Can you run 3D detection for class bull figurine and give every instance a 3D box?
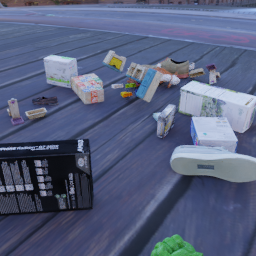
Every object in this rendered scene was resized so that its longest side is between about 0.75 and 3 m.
[{"bbox_3d":[1.310,-2.783,14.972,2.864,0.933,1.739,-4,29,-8],"label":"bull figurine"}]

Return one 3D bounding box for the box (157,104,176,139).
[{"bbox_3d":[1.467,-0.257,10.665,0.283,0.929,1.173,15,33,23],"label":"box"}]

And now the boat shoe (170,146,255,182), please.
[{"bbox_3d":[2.698,0.940,8.599,2.730,0.952,0.972,4,35,14],"label":"boat shoe"}]

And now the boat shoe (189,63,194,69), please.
[{"bbox_3d":[3.560,-3.794,17.180,1.191,0.408,0.429,-9,32,-14],"label":"boat shoe"}]

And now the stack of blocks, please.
[{"bbox_3d":[-1.886,-1.976,13.852,1.266,0.644,2.199,-14,33,-22],"label":"stack of blocks"}]

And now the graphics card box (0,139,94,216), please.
[{"bbox_3d":[-2.396,1.280,7.131,2.973,1.865,0.756,-3,28,-4],"label":"graphics card box"}]

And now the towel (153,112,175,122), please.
[{"bbox_3d":[1.489,-0.422,11.681,0.693,0.195,0.810,-6,31,-16],"label":"towel"}]

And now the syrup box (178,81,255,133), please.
[{"bbox_3d":[3.657,-0.946,11.597,2.925,1.152,1.191,22,37,32],"label":"syrup box"}]

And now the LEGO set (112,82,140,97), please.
[{"bbox_3d":[0.043,-1.855,13.575,1.907,0.727,0.783,-11,14,-26],"label":"LEGO set"}]

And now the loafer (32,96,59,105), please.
[{"bbox_3d":[-3.842,-1.327,12.996,1.272,0.401,0.457,4,31,6],"label":"loafer"}]

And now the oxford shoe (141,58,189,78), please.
[{"bbox_3d":[2.078,-3.556,16.104,2.899,1.084,1.021,4,31,6],"label":"oxford shoe"}]

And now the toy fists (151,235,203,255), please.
[{"bbox_3d":[0.736,2.920,5.552,0.969,0.654,1.901,18,36,28],"label":"toy fists"}]

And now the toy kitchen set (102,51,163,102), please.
[{"bbox_3d":[0.021,-2.397,12.729,1.881,1.383,2.348,21,9,-32],"label":"toy kitchen set"}]

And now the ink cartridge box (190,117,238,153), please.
[{"bbox_3d":[2.999,0.200,10.063,1.314,0.735,1.927,1,32,3],"label":"ink cartridge box"}]

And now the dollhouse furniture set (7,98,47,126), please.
[{"bbox_3d":[-4.285,-0.962,11.752,1.455,1.033,1.153,-16,34,-25],"label":"dollhouse furniture set"}]

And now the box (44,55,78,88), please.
[{"bbox_3d":[-3.546,-3.004,14.846,1.604,1.415,0.776,13,33,23],"label":"box"}]

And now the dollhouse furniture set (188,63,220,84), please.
[{"bbox_3d":[4.245,-2.681,15.604,1.507,1.194,1.070,-8,66,31],"label":"dollhouse furniture set"}]
